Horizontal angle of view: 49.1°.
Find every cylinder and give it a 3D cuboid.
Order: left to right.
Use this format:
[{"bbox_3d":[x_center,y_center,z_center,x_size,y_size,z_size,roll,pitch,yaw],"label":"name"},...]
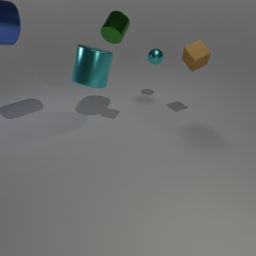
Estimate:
[{"bbox_3d":[-4.397,-3.382,8.895,1.400,1.400,1.400,25,25,36],"label":"cylinder"},{"bbox_3d":[-1.397,-2.404,10.933,1.400,1.400,1.400,13,18,-4],"label":"cylinder"},{"bbox_3d":[-0.382,-3.055,8.522,0.700,0.700,0.700,13,64,22],"label":"cylinder"}]

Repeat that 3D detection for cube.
[{"bbox_3d":[2.497,-2.646,10.281,0.700,0.700,0.700,-27,68,-9],"label":"cube"}]

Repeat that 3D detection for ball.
[{"bbox_3d":[1.207,-3.128,12.304,0.700,0.700,0.700,0,30,0],"label":"ball"}]
